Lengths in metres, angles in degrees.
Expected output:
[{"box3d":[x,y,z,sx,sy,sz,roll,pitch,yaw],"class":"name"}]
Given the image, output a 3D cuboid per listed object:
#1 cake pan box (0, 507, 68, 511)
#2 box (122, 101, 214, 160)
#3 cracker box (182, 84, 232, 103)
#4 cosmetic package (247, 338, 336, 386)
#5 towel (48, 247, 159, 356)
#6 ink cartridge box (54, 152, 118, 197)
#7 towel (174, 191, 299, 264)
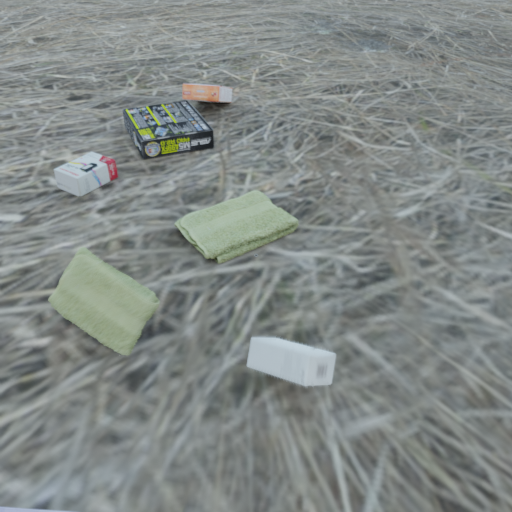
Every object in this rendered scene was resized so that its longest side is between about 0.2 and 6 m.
[{"box3d":[-1.688,3.195,4.617,2.248,0.588,2.070,3,33,4],"class":"cake pan box"},{"box3d":[-2.171,-3.111,13.622,1.737,0.480,2.169,-14,37,-18],"class":"box"},{"box3d":[-1.290,-4.364,15.061,0.999,0.430,1.492,6,15,9],"class":"cracker box"},{"box3d":[0.428,1.309,7.014,0.995,0.404,0.561,10,-1,42],"class":"cosmetic package"},{"box3d":[-2.070,0.630,7.554,1.384,1.026,0.252,33,12,8],"class":"towel"},{"box3d":[-3.543,-1.716,11.684,0.757,0.430,1.039,22,41,27],"class":"ink cartridge box"},{"box3d":[-0.349,-0.574,10.131,1.963,0.358,1.456,-21,41,-27],"class":"towel"}]
